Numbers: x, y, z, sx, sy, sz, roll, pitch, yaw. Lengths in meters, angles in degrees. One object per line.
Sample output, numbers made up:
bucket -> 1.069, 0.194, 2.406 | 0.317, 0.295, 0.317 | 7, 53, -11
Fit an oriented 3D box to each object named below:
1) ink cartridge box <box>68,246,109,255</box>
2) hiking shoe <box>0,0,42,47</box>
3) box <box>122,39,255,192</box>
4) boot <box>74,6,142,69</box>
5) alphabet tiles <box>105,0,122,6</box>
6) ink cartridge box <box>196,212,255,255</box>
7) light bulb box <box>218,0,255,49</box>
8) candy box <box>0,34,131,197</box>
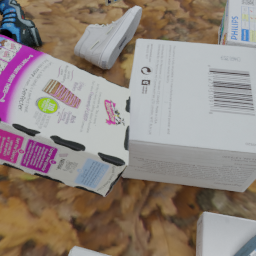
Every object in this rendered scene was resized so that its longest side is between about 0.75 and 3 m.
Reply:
ink cartridge box -> -0.173, 3.255, 4.943 | 2.220, 0.929, 1.601 | 13, 57, 9
hiking shoe -> -3.961, -3.558, 9.459 | 1.102, 0.946, 2.543 | -31, 62, -20
box -> 1.457, -0.329, 6.703 | 2.992, 1.956, 2.977 | 6, 57, 5
boot -> -0.631, -3.201, 9.160 | 1.337, 1.029, 2.799 | 25, 61, 8
alphabet tiles -> -0.326, -2.739, 4.679 | 0.038, 1.213, 1.009 | 8, 35, 30
ink cartridge box -> 2.722, 3.099, 5.241 | 2.829, 0.633, 2.493 | 8, 56, 6
light bulb box -> 4.045, -2.684, 8.563 | 2.337, 1.459, 2.317 | 10, 57, 8
candy box -> -1.412, -0.316, 4.393 | 2.880, 0.878, 1.964 | 21, 38, -14
